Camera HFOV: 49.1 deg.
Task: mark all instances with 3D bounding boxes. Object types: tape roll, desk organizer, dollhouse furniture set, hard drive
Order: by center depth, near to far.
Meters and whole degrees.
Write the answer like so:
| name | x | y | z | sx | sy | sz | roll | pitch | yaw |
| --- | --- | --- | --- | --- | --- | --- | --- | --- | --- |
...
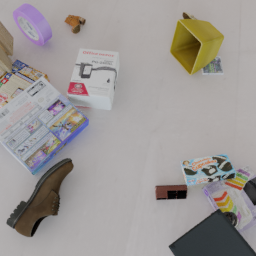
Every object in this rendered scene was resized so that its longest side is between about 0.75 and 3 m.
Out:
| name | x | y | z | sx | sy | sz | roll | pitch | yaw |
| --- | --- | --- | --- | --- | --- | --- | --- | --- | --- |
| hard drive | 2.595 | 3.788 | 7.477 | 1.840 | 0.434 | 2.637 | -35 | 62 | -4 |
| desk organizer | 1.461 | 2.170 | 9.443 | 1.077 | 0.386 | 0.415 | -2 | 65 | -1 |
| dollhouse furniture set | -6.321 | -2.967 | 10.785 | 2.760 | 2.249 | 2.625 | -15 | 61 | 5 |
| tape roll | -4.129 | -4.455 | 12.148 | 1.730 | 1.730 | 0.568 | 33 | 67 | 16 |

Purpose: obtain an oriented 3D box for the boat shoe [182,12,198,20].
| name | x | y | z | sx | sy | sz | roll | pitch | yaw |
| --- | --- | --- | --- | --- | --- | --- | --- | --- | --- |
| boat shoe | 3.004 | -5.242 | 13.377 | 0.931 | 0.336 | 0.302 | 43 | 63 | 15 |

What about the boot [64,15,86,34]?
| name | x | y | z | sx | sy | sz | roll | pitch | yaw |
| --- | --- | --- | --- | --- | --- | --- | --- | --- | --- |
| boot | -2.611 | -4.884 | 13.142 | 0.879 | 0.419 | 1.136 | 21 | 53 | 10 |

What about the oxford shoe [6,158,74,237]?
| name | x | y | z | sx | sy | sz | roll | pitch | yaw |
| --- | --- | --- | --- | --- | --- | --- | --- | --- | --- |
| oxford shoe | -2.536 | 2.253 | 9.121 | 1.171 | 1.008 | 2.774 | 33 | 78 | 11 |

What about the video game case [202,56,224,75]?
| name | x | y | z | sx | sy | sz | roll | pitch | yaw |
| --- | --- | --- | --- | --- | --- | --- | --- | --- | --- |
| video game case | 3.634 | -2.730 | 12.163 | 0.895 | 0.115 | 0.984 | 1 | 62 | 1 |

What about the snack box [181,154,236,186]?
| name | x | y | z | sx | sy | sz | roll | pitch | yaw |
| --- | --- | --- | --- | --- | --- | --- | --- | --- | --- |
| snack box | 2.703 | 1.407 | 9.566 | 1.634 | 0.303 | 0.949 | -10 | 35 | 3 |

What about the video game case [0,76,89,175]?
| name | x | y | z | sx | sy | sz | roll | pitch | yaw |
| --- | --- | --- | --- | --- | --- | --- | --- | --- | --- |
| video game case | -3.285 | -0.141 | 10.265 | 2.523 | 0.633 | 2.784 | 42 | 70 | 8 |

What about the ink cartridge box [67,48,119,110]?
| name | x | y | z | sx | sy | sz | roll | pitch | yaw |
| --- | --- | --- | --- | --- | --- | --- | --- | --- | --- |
| ink cartridge box | -1.328 | -2.011 | 11.295 | 1.684 | 0.967 | 2.319 | 7 | 62 | 3 |

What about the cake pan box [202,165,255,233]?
| name | x | y | z | sx | sy | sz | roll | pitch | yaw |
| --- | --- | --- | --- | --- | --- | --- | --- | --- | --- |
| cake pan box | 3.733 | 2.359 | 9.267 | 1.922 | 0.503 | 1.771 | -21 | 66 | -13 |

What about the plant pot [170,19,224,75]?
| name | x | y | z | sx | sy | sz | roll | pitch | yaw |
| --- | --- | --- | --- | --- | --- | --- | --- | --- | --- |
| plant pot | 2.960 | -3.522 | 11.729 | 1.485 | 1.684 | 1.684 | -21 | 59 | -19 |

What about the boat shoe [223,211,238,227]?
| name | x | y | z | sx | sy | sz | roll | pitch | yaw |
| --- | --- | --- | --- | --- | --- | --- | --- | --- | --- |
| boat shoe | 2.528 | 3.196 | 8.430 | 1.843 | 0.556 | 0.681 | -40 | 50 | 6 |

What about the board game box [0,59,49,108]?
| name | x | y | z | sx | sy | sz | roll | pitch | yaw |
| --- | --- | --- | --- | --- | --- | --- | --- | --- | --- |
| board game box | -4.523 | -1.633 | 11.366 | 1.617 | 0.494 | 2.135 | 28 | 66 | 14 |
